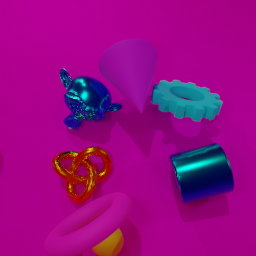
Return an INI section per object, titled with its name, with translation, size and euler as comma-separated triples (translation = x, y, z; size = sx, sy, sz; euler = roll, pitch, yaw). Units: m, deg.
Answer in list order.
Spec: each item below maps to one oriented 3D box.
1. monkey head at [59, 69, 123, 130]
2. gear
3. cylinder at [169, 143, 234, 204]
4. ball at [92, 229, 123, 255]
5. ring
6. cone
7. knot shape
[monkey head]
translation = -1.148, -0.664, 7.445
size = 1.934, 1.392, 1.166
euler = 31, 44, -17
[gear]
translation = 1.500, -0.760, 7.292
size = 1.778, 0.329, 1.778
euler = 7, 30, -4
[cylinder]
translation = 1.685, 1.055, 6.572
size = 1.184, 1.184, 1.184
euler = -15, 68, 3
[ball]
translation = -0.472, 2.533, 6.303
size = 0.734, 0.734, 0.734
euler = 0, 68, 0
[ring]
translation = -0.775, 1.900, 5.600
size = 1.898, 1.898, 0.380
euler = -29, 93, -11
[cone]
translation = 0.160, -1.004, 6.713
size = 1.535, 1.535, 1.541
euler = -11, 63, -4
[knot shape]
translation = -1.047, 1.020, 6.946
size = 1.368, 0.676, 1.462
euler = -27, 70, -10
